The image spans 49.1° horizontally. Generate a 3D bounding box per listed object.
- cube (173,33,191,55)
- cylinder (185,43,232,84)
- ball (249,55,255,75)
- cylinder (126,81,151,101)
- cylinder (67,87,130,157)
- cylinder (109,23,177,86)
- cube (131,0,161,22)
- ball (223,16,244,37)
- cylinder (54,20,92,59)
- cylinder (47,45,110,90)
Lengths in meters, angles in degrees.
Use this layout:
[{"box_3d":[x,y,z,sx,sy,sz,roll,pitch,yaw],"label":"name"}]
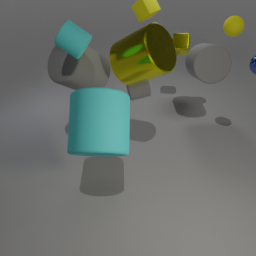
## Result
[{"box_3d":[2.305,-3.625,12.126,0.700,0.700,0.700,5,-7,16],"label":"cube"},{"box_3d":[3.053,-2.510,10.793,1.400,1.400,1.400,-1,19,-2],"label":"cylinder"},{"box_3d":[4.321,-2.063,9.094,0.700,0.700,0.700,0,33,0],"label":"ball"},{"box_3d":[0.340,-1.326,9.353,0.700,0.700,0.700,-15,34,-2],"label":"cylinder"},{"box_3d":[-0.663,-0.075,6.503,1.400,1.400,1.400,1,-9,0],"label":"cylinder"},{"box_3d":[0.428,-2.047,7.981,1.400,1.400,1.400,-12,18,43],"label":"cylinder"},{"box_3d":[0.704,-4.704,10.978,0.700,0.700,0.700,-37,12,-32],"label":"cube"},{"box_3d":[3.772,-3.630,9.987,0.700,0.700,0.700,0,33,0],"label":"ball"},{"box_3d":[-1.387,-2.232,7.099,0.700,0.700,0.700,33,32,-11],"label":"cylinder"},{"box_3d":[-1.500,-1.871,8.679,1.400,1.400,1.400,27,7,35],"label":"cylinder"}]
